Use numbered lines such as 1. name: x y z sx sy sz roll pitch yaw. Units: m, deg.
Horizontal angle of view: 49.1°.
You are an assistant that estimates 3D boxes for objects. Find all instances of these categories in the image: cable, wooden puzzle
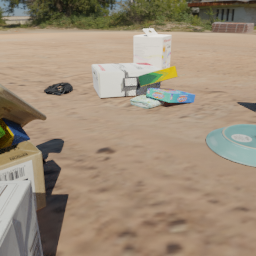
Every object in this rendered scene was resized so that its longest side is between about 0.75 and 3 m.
1. cable: -2.940 -1.658 11.929 1.075 0.335 1.317 -1 25 10
2. wooden puzzle: -2.688 0.453 4.245 2.825 0.654 2.617 -33 -4 -6

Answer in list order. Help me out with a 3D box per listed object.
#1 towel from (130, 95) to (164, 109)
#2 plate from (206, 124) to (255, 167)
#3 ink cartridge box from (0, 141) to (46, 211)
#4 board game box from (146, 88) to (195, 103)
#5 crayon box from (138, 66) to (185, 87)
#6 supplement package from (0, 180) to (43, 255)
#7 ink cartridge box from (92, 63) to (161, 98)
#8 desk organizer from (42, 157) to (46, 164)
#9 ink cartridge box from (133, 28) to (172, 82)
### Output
1. towel: 0.688 -0.980 10.327 0.868 0.244 1.014 -22 31 -40
2. plate: 3.250 0.315 7.167 2.420 0.309 2.420 0 23 0
3. ink cartridge box: -2.088 0.978 4.473 1.420 1.170 0.533 -20 34 -38
4. board game box: 1.603 -1.221 10.434 1.488 0.335 1.132 -4 20 -42
5. crayon box: 1.224 -1.927 10.296 1.622 0.418 1.020 -13 8 9
6. supplement package: -2.035 1.570 2.483 2.133 1.619 1.607 -1 23 -2
7. ink cartridge box: -0.140 -2.071 11.810 2.573 1.073 1.869 -6 23 -13
8. desk organizer: -2.243 0.777 6.041 0.373 0.347 0.969 13 26 23
9. ink cartridge box: 1.220 -3.693 13.957 1.504 2.402 1.544 10 25 21
